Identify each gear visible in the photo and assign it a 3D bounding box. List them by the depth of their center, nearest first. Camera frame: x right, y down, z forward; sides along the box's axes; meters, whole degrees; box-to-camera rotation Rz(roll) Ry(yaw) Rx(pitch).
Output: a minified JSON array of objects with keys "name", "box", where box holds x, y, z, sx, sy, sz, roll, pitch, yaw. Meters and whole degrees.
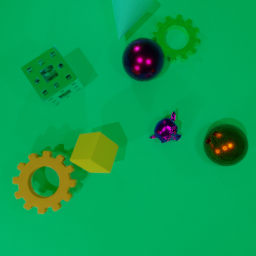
[{"name":"gear","box":[-2.446,1.583,8.281,1.769,0.327,1.769,0,84,-1]},{"name":"gear","box":[1.534,-2.864,9.033,1.509,0.279,1.509,0,86,0]}]

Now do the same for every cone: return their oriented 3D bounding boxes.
[{"name":"cone","box":[-0.080,-3.362,8.584,1.381,1.381,1.386,17,91,1]}]

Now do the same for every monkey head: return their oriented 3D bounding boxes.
[{"name":"monkey head","box":[1.236,0.088,8.645,1.171,0.842,0.706,-49,52,18]}]

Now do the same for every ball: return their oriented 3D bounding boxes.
[{"name":"ball","box":[2.880,0.499,8.287,1.271,1.271,1.271,0,86,0]},{"name":"ball","box":[0.462,-2.048,8.450,1.297,1.297,1.297,0,86,0]}]

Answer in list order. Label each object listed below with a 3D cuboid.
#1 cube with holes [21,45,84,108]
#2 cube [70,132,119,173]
[{"name":"cube with holes","box":[-2.224,-1.494,8.471,1.181,1.181,1.181,-34,86,-3]},{"name":"cube","box":[-0.958,0.721,8.074,0.874,0.874,0.874,-7,55,40]}]
